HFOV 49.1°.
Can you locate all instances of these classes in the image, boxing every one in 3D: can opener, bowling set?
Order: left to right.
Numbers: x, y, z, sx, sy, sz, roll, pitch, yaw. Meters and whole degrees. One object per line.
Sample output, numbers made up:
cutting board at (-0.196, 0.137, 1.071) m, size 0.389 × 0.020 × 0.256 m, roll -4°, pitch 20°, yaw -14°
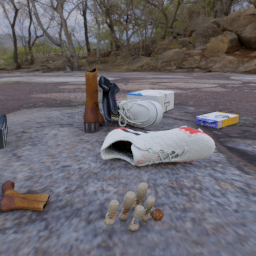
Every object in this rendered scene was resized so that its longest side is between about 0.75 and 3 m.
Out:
can opener at (-0.654, -0.915, 9.303) m, size 0.849 × 0.685 × 2.160 m, roll 22°, pitch 34°, yaw -25°
bowling set at (0.149, 1.281, 4.111) m, size 0.665 × 0.513 × 0.955 m, roll 32°, pitch 29°, yaw 31°

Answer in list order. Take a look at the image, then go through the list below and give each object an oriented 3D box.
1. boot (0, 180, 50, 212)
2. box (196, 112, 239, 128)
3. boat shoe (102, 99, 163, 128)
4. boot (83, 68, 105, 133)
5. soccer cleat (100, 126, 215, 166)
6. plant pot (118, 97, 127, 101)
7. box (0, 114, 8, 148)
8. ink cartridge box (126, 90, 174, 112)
boot at (-1.776, 1.144, 4.809) m, size 0.837 × 0.287 × 0.788 m, roll -1°, pitch 14°, yaw -5°
box at (3.329, -0.304, 10.571) m, size 1.620 × 0.336 × 0.964 m, roll -15°, pitch 20°, yaw -38°
boat shoe at (-0.059, -0.590, 9.919) m, size 1.183 × 1.025 × 2.775 m, roll 1°, pitch 8°, yaw -37°
boot at (-1.259, -1.056, 9.891) m, size 0.714 × 2.085 × 1.963 m, roll 2°, pitch 14°, yaw 9°
soccer cleat at (0.614, 0.481, 6.464) m, size 2.634 × 0.904 × 1.122 m, roll 4°, pitch 26°, yaw 22°
plant pot at (0.364, -1.464, 15.358) m, size 1.846 × 0.254 × 1.846 m, roll 0°, pitch 15°, yaw 0°
box at (-4.971, 0.158, 8.143) m, size 2.660 × 0.579 × 2.131 m, roll -5°, pitch 15°, yaw -20°
ink cartridge box at (1.083, -1.248, 13.122) m, size 1.555 × 0.898 × 2.130 m, roll 7°, pitch 16°, yaw 27°
